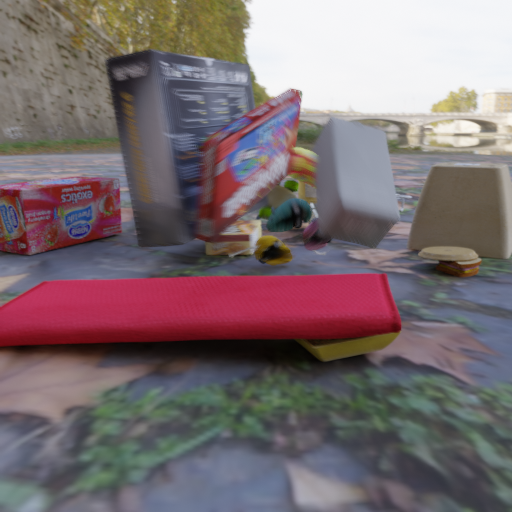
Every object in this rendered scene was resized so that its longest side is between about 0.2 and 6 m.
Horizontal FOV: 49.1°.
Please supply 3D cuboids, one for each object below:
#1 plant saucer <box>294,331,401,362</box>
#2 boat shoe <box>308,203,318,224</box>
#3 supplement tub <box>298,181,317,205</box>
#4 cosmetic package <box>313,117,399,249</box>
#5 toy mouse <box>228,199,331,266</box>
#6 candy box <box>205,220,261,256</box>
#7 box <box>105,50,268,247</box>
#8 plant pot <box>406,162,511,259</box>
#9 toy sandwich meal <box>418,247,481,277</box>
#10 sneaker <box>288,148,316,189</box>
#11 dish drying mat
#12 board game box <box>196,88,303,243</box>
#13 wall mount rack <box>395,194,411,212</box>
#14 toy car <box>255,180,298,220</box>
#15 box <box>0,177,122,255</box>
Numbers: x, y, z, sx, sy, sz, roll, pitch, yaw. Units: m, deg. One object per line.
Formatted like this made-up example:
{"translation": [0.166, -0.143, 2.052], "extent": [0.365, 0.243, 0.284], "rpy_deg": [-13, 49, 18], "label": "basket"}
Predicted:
{"translation": [0.882, 0.856, 6.058], "extent": [1.012, 0.245, 1.011], "rpy_deg": [-8, 11, -17], "label": "plant saucer"}
{"translation": [1.485, -0.853, 12.490], "extent": [0.598, 0.715, 2.002], "rpy_deg": [-5, 9, 3], "label": "boat shoe"}
{"translation": [1.701, -2.005, 15.874], "extent": [1.029, 1.416, 1.029], "rpy_deg": [0, 13, 0], "label": "supplement tub"}
{"translation": [1.422, -1.108, 8.218], "extent": [0.958, 0.809, 1.793], "rpy_deg": [13, 49, -13], "label": "cosmetic package"}
{"translation": [0.725, -0.510, 9.234], "extent": [1.959, 1.741, 0.379], "rpy_deg": [12, 42, -40], "label": "toy mouse"}
{"translation": [-0.420, -0.377, 11.017], "extent": [0.881, 0.422, 1.527], "rpy_deg": [-2, 14, 7], "label": "candy box"}
{"translation": [-1.096, -2.171, 11.001], "extent": [0.976, 3.199, 4.039], "rpy_deg": [-2, 14, 24], "label": "box"}
{"translation": [4.178, -0.998, 11.094], "extent": [1.853, 1.641, 1.851], "rpy_deg": [8, 15, 29], "label": "plant pot"}
{"translation": [3.227, 0.087, 9.348], "extent": [1.049, 0.359, 1.049], "rpy_deg": [-2, 10, 0], "label": "toy sandwich meal"}
{"translation": [1.261, -1.954, 12.796], "extent": [1.016, 0.880, 2.251], "rpy_deg": [6, 14, -47], "label": "sneaker"}
{"translation": [-0.703, 0.606, 6.360], "extent": [4.414, 0.402, 1.695], "rpy_deg": [-2, 12, 9], "label": "dish drying mat"}
{"translation": [-0.036, -1.828, 10.568], "extent": [0.350, 1.854, 3.602], "rpy_deg": [21, 36, 17], "label": "board game box"}
{"translation": [3.411, -1.427, 15.431], "extent": [1.554, 0.579, 1.350], "rpy_deg": [8, 12, 31], "label": "wall mount rack"}
{"translation": [0.317, -1.293, 13.715], "extent": [1.022, 1.064, 1.295], "rpy_deg": [17, -12, -27], "label": "toy car"}
{"translation": [-4.054, -0.903, 11.483], "extent": [1.208, 1.262, 2.531], "rpy_deg": [8, 15, 30], "label": "box"}
